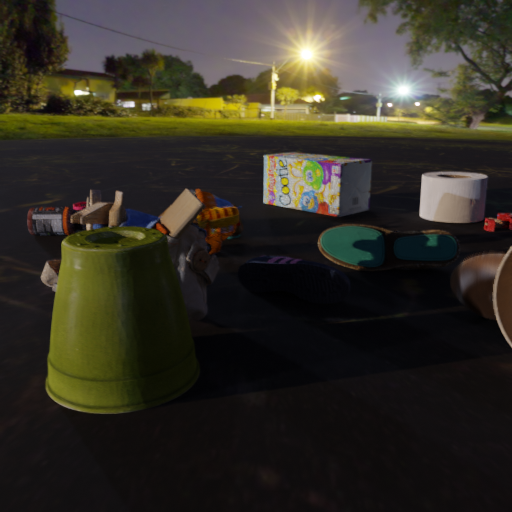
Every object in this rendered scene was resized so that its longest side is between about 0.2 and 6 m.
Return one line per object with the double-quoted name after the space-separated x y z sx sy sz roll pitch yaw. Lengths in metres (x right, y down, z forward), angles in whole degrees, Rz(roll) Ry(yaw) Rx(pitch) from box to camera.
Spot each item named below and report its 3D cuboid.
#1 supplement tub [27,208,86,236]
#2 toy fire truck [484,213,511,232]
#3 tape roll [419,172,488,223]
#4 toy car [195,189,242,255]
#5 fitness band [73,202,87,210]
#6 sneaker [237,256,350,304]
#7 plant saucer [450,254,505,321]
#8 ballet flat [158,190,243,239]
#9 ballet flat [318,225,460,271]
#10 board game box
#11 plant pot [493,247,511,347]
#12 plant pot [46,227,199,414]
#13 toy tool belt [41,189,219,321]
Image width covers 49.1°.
-4.782 -0.832 13.509 1.271 0.680 0.680 -1 16 -5 "supplement tub"
6.239 -0.873 14.367 0.818 0.283 1.160 3 16 12 "toy fire truck"
5.400 -1.628 15.384 1.718 1.180 1.718 0 16 0 "tape roll"
-0.661 -0.469 10.733 0.950 1.401 2.855 -8 17 -8 "toy car"
-5.220 -1.507 16.940 0.511 0.133 0.712 6 17 10 "fitness band"
0.724 0.288 9.460 2.007 0.704 0.823 10 22 28 "sneaker"
3.471 0.531 7.935 1.404 1.404 0.257 7 50 23 "plant saucer"
-1.419 -1.115 13.927 2.728 0.987 0.925 14 20 41 "ballet flat"
2.553 -0.088 10.950 2.652 0.935 0.866 6 -9 11 "ballet flat"
1.782 -2.223 16.865 2.961 1.525 1.553 15 22 43 "board game box"
4.088 0.575 6.754 2.006 2.006 1.347 13 -3 39 "plant pot"
-1.587 0.595 6.500 1.788 1.722 1.788 -1 16 0 "plant pot"
-1.944 -0.211 8.699 3.135 1.927 1.958 15 7 43 "toy tool belt"
